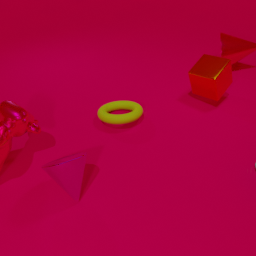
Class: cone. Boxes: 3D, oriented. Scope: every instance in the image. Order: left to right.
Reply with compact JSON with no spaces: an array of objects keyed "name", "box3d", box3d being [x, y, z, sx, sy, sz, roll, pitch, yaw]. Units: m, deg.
[{"name":"cone","box3d":[-1.070,1.009,5.279,0.880,0.883,0.880,-16,4,1]},{"name":"cone","box3d":[3.830,-2.664,9.418,1.289,1.284,1.284,-3,34,22]}]

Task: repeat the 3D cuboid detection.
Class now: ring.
[{"name":"ring","box3d":[-0.205,-0.428,7.410,1.195,0.239,1.195,-3,26,2]}]

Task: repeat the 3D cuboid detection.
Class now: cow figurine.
[{"name":"cow figurine","box3d":[-2.625,0.317,5.641,0.946,1.723,1.696,29,18,10]}]

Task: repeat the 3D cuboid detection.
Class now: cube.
[{"name":"cube","box3d":[2.314,-1.419,7.831,0.843,0.843,0.843,26,65,38]}]
